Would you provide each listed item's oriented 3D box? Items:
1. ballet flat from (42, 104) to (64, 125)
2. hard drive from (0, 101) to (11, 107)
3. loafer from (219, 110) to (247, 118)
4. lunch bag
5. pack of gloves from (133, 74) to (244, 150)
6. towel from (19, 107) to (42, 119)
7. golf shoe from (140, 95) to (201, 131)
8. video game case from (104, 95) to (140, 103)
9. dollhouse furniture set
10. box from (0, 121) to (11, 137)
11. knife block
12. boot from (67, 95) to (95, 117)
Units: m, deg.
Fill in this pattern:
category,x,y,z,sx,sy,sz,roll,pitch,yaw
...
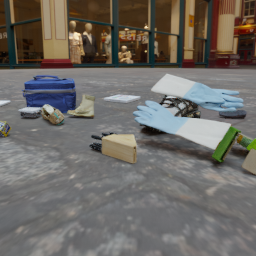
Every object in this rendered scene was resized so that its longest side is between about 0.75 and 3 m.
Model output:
category,x,y,z,sx,sy,sz,roll,pitch,yaw
ballet flat,-2.675,-0.553,9.698,0.588,0.545,1.669,-41,31,-21
hard drive,-5.921,-1.119,12.861,0.634,0.128,0.961,1,14,4
loafer,3.817,-0.464,10.236,0.953,0.300,0.343,0,45,16
lunch bag,-3.236,-1.446,11.510,2.173,1.438,1.476,-2,15,-10
pack of gloves,1.528,-0.422,7.232,2.493,0.492,2.094,21,52,33
towel,-3.576,-0.554,10.368,0.636,0.329,0.768,3,13,7
golf shoe,1.363,-0.735,9.012,1.140,1.386,2.933,12,21,36
video game case,-0.276,-1.481,14.143,1.316,0.171,1.446,8,17,29
dollhouse furniture set,2.586,0.555,6.144,0.985,0.755,1.504,31,10,25
box,-3.894,0.001,8.008,0.996,0.320,0.349,5,51,16
knife block,-0.378,0.424,6.483,1.101,0.401,1.255,-2,15,-4
boot,-1.711,-0.824,10.301,1.029,0.800,0.375,4,-2,16
